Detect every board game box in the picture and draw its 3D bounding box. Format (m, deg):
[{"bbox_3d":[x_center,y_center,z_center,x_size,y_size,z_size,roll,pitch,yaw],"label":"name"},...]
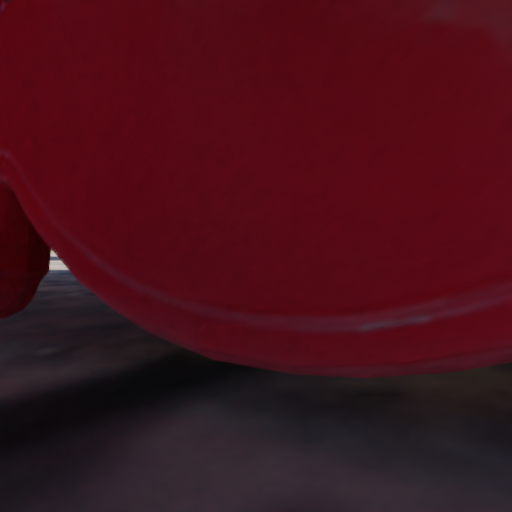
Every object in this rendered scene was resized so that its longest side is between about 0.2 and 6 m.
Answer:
[{"bbox_3d":[0.593,-0.327,1.675,5.990,1.166,4.733,5,-4,-7],"label":"board game box"}]

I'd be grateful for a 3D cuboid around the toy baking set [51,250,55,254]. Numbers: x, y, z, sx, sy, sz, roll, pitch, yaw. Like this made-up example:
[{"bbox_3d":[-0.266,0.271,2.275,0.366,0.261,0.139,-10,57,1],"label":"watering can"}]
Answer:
[{"bbox_3d":[-3.963,-0.152,10.144,1.896,0.221,1.455,0,2,9],"label":"toy baking set"}]
